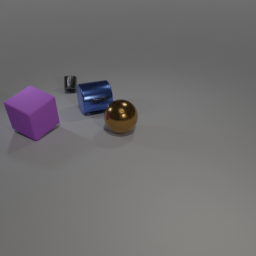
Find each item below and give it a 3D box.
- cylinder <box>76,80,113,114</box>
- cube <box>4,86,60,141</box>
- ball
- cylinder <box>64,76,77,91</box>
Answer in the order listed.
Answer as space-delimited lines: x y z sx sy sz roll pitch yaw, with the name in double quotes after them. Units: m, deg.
-1.574 -1.465 13.168 1.400 1.400 1.400 -12 32 -19 "cylinder"
-3.835 -0.610 11.321 1.400 1.400 1.400 24 48 21 "cube"
-0.288 -0.473 11.465 1.400 1.400 1.400 0 30 0 "ball"
-3.125 -2.425 15.230 0.700 0.700 0.700 -2 -4 0 "cylinder"
